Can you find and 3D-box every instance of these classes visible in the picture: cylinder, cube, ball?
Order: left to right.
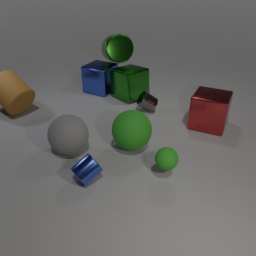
[{"bbox_3d":[-4.997,-1.514,12.066,1.400,1.400,1.400,42,43,10],"label":"cylinder"},{"bbox_3d":[-2.046,0.231,9.623,1.400,1.400,1.400,0,30,0],"label":"ball"},{"bbox_3d":[-1.230,1.243,8.374,0.700,0.700,0.700,-42,44,-13],"label":"cylinder"},{"bbox_3d":[-1.433,-2.599,14.535,1.400,1.400,1.400,15,33,24],"label":"cube"},{"bbox_3d":[-0.563,-4.099,14.432,1.400,1.400,1.400,-8,18,-14],"label":"cylinder"},{"bbox_3d":[0.088,-2.234,13.796,1.400,1.400,1.400,-23,33,-35],"label":"cube"},{"bbox_3d":[0.135,0.066,9.728,1.400,1.400,1.400,0,30,0],"label":"ball"},{"bbox_3d":[0.868,-1.187,12.544,0.700,0.700,0.700,29,22,-22],"label":"cylinder"},{"bbox_3d":[1.159,0.917,8.387,0.700,0.700,0.700,0,30,0],"label":"ball"},{"bbox_3d":[3.304,-0.720,11.273,1.400,1.400,1.400,13,32,22],"label":"cube"}]
